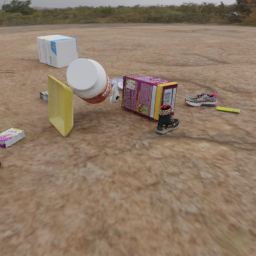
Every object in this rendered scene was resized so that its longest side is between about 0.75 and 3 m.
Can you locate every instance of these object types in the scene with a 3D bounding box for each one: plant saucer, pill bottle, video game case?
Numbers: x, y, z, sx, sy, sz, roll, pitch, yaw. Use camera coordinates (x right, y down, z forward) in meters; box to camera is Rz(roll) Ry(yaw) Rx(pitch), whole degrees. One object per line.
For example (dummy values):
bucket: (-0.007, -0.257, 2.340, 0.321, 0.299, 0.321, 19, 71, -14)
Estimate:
plant saucer: (-2.691, -0.958, 11.303, 0.496, 2.049, 2.049, -10, 26, -30)
pill bottle: (-1.651, -1.974, 11.965, 1.610, 1.610, 2.870, 1, -2, 3)
video game case: (-0.171, -2.614, 16.731, 1.572, 0.209, 2.201, -22, 35, -37)

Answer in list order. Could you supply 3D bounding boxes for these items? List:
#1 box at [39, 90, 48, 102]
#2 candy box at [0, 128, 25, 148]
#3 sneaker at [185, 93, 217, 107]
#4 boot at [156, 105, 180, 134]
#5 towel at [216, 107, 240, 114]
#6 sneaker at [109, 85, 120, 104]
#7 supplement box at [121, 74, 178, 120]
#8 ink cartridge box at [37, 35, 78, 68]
box: (-3.874, -1.689, 14.718, 1.053, 0.321, 1.330, -21, 33, -35)
candy box: (-4.512, 0.355, 10.641, 0.660, 0.295, 0.968, 11, 28, 23)
sneaker: (3.606, -1.436, 13.913, 1.593, 0.595, 0.642, 0, 26, 1)
boot: (1.657, -0.426, 11.375, 1.380, 1.039, 0.505, -22, 34, -37)
towel: (4.767, -0.860, 13.343, 1.051, 0.095, 0.452, 10, 23, 22)
sneaker: (-0.521, -1.539, 12.795, 0.442, 0.960, 0.364, 0, -22, 32)
supplement box: (0.922, -1.481, 12.831, 1.229, 1.559, 2.382, -17, 30, -41)
ink cartridge box: (-5.387, -5.920, 21.404, 2.629, 1.929, 1.920, 25, 36, 39)
